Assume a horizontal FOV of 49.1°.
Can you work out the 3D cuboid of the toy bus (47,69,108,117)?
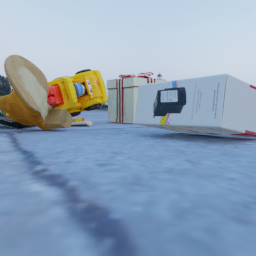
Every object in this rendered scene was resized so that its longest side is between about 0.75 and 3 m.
[{"bbox_3d":[-2.131,-1.209,9.801,2.234,1.516,2.145,-15,0,19],"label":"toy bus"}]

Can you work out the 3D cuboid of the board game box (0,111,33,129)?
[{"bbox_3d":[-3.978,-0.466,9.547,1.856,0.386,2.744,16,5,3],"label":"board game box"}]

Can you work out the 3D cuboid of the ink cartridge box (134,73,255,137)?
[{"bbox_3d":[1.459,-0.379,5.809,1.622,0.922,2.226,9,-4,-38],"label":"ink cartridge box"}]

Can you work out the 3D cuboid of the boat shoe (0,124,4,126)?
[{"bbox_3d":[-4.332,-0.234,9.992,0.309,0.304,0.856,1,4,12],"label":"boat shoe"}]

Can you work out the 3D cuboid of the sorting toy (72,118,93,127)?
[{"bbox_3d":[-2.067,-0.221,10.014,1.516,0.277,1.403,0,4,-3],"label":"sorting toy"}]

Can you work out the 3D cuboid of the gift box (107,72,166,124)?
[{"bbox_3d":[0.412,-1.286,12.098,2.265,2.115,2.090,-5,7,-44],"label":"gift box"}]

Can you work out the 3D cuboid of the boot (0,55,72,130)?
[{"bbox_3d":[-2.762,-0.738,7.103,1.854,0.911,2.590,4,-32,26],"label":"boot"}]
